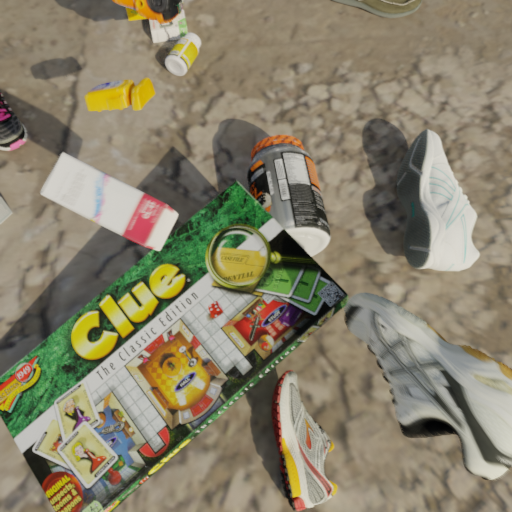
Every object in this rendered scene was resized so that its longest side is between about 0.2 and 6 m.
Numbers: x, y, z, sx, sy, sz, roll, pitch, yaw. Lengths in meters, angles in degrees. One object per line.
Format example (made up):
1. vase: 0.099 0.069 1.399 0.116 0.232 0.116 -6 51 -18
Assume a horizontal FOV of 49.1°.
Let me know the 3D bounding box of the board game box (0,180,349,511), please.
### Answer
1. board game box: -1.437 1.438 8.844 5.322 0.624 2.788 -41 66 -5

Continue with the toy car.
1. toy car: -2.243 -4.084 9.004 1.314 1.937 3.949 -2 49 12

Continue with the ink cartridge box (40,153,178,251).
1. ink cartridge box: -1.751 -0.633 6.909 1.398 1.032 0.598 28 89 0

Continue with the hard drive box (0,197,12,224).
1. hard drive box: -5.697 -0.731 10.622 1.203 0.593 1.544 33 67 16

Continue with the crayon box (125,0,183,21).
1. crayon box: -2.354 -5.923 13.101 1.211 0.409 1.404 -6 35 0

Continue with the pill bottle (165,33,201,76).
1. pill bottle: -1.631 -4.584 12.683 0.533 0.533 0.949 21 64 11

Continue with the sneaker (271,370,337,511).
1. sneaker: 0.724 2.809 8.741 0.842 0.798 2.049 -8 72 -9

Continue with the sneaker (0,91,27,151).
1. sneaker: -5.540 -3.102 11.668 0.799 0.948 2.167 -30 66 -15

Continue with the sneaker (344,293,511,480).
1. sneaker: 1.906 1.459 6.768 1.285 1.109 2.932 -57 37 -1

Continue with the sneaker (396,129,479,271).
1. sneaker: 3.447 -1.028 10.663 1.217 1.069 3.038 11 63 -14

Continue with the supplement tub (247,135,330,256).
1. supplement tub: 0.554 -1.092 10.411 1.318 1.318 2.150 -7 62 -4

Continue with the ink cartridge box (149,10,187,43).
1. ink cartridge box: -2.078 -5.423 13.223 0.848 0.356 0.617 -10 63 -5

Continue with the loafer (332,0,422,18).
1. loafer: 2.830 -6.437 13.486 2.385 0.831 0.897 14 63 7
